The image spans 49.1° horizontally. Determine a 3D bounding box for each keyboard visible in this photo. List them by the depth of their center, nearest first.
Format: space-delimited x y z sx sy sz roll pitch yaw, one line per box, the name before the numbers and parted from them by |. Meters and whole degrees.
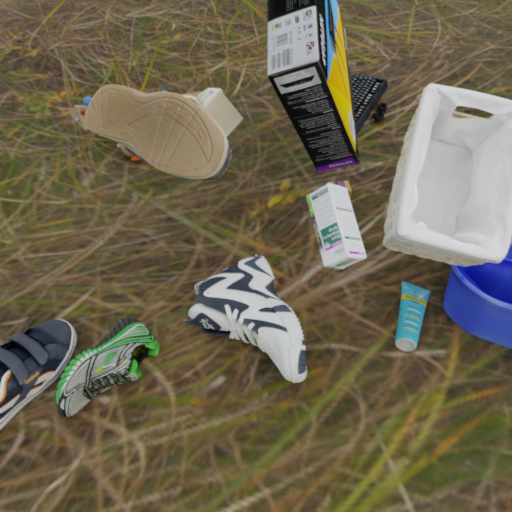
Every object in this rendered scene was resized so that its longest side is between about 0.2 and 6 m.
keyboard | 2.737 -3.980 14.661 1.497 0.320 2.493 22 55 17

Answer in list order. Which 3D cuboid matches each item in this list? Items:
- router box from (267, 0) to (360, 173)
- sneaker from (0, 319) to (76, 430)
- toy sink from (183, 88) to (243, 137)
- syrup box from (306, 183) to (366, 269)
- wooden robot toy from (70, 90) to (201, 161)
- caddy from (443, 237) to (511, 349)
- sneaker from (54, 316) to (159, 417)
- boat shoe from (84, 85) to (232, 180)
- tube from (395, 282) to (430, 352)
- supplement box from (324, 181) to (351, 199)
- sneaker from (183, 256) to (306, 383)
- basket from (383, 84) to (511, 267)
router box | 1.135 -4.045 11.011 0.987 2.883 3.865 -10 60 20
sneaker | -4.052 1.908 9.390 0.995 1.007 2.536 22 52 19
toy sink | -0.842 -2.861 10.774 0.565 1.008 0.657 -50 32 -8
syrup box | 1.080 -0.392 7.601 0.437 0.422 1.072 6 65 -44
wooden robot toy | -2.794 -3.004 13.565 3.310 1.458 1.502 -6 86 -6
caddy | 5.036 0.404 10.125 3.339 1.753 2.361 18 52 15
sneaker | -2.510 1.920 9.488 0.879 0.806 2.065 31 57 22
boat shoe | -1.344 -1.774 8.208 2.942 0.953 1.058 24 93 35
tube | 2.902 1.107 10.489 0.567 0.369 1.463 23 49 2
supplement box | 1.821 -1.456 12.589 0.561 0.290 0.367 -4 51 -3
sneaker | -0.302 1.238 9.864 1.794 1.100 2.757 -15 52 -11
basket | 3.158 -1.178 9.167 1.743 1.586 2.572 14 80 2
